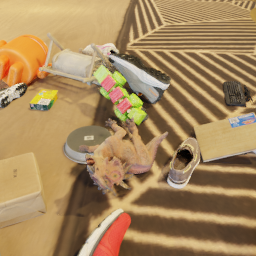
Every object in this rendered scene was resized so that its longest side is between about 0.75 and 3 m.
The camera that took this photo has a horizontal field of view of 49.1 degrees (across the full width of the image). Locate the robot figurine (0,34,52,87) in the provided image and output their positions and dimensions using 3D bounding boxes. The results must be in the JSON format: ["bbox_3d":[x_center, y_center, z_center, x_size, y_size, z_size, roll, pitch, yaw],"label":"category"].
[{"bbox_3d":[-4.354,-2.833,11.557,2.108,1.709,2.931,-5,33,17],"label":"robot figurine"}]

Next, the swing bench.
[{"bbox_3d":[-1.788,-2.557,11.187,2.304,1.503,2.316,19,7,26],"label":"swing bench"}]

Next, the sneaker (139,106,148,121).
[{"bbox_3d":[0.358,-0.587,9.623,0.493,0.434,1.165,-3,45,-15],"label":"sneaker"}]

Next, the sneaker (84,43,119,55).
[{"bbox_3d":[-1.246,-3.539,13.313,1.964,0.799,0.866,-23,40,-27],"label":"sneaker"}]

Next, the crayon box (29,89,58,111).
[{"bbox_3d":[-3.053,-1.046,10.305,0.695,0.278,1.095,6,37,8],"label":"crayon box"}]

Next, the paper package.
[{"bbox_3d":[-2.716,1.416,6.492,1.410,0.765,1.479,-14,39,-19],"label":"paper package"}]

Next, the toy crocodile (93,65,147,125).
[{"bbox_3d":[-0.318,-1.093,9.175,2.590,0.874,0.800,54,17,21],"label":"toy crocodile"}]

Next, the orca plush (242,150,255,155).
[{"bbox_3d":[3.890,0.351,7.810,1.383,0.934,2.628,-3,36,-4],"label":"orca plush"}]

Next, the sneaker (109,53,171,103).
[{"bbox_3d":[0.224,-1.983,10.595,1.089,1.168,2.947,-14,45,-44],"label":"sneaker"}]

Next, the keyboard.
[{"bbox_3d":[4.240,-1.437,10.788,0.978,0.372,1.879,6,37,9],"label":"keyboard"}]

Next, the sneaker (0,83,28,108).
[{"bbox_3d":[-4.457,-1.324,10.493,0.697,0.512,1.542,16,41,16],"label":"sneaker"}]

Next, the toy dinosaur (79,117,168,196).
[{"bbox_3d":[-0.039,0.791,7.139,2.803,1.203,1.899,-2,43,-31],"label":"toy dinosaur"}]

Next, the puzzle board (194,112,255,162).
[{"bbox_3d":[2.943,0.255,8.097,1.817,0.158,1.369,-14,41,11],"label":"puzzle board"}]

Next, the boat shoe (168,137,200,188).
[{"bbox_3d":[1.552,0.782,7.536,0.677,0.561,1.884,16,39,21],"label":"boat shoe"}]

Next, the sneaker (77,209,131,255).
[{"bbox_3d":[-0.427,2.728,4.691,1.201,1.089,2.829,22,46,7],"label":"sneaker"}]

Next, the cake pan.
[{"bbox_3d":[-1.132,0.419,8.279,1.560,0.286,1.560,0,36,0],"label":"cake pan"}]
